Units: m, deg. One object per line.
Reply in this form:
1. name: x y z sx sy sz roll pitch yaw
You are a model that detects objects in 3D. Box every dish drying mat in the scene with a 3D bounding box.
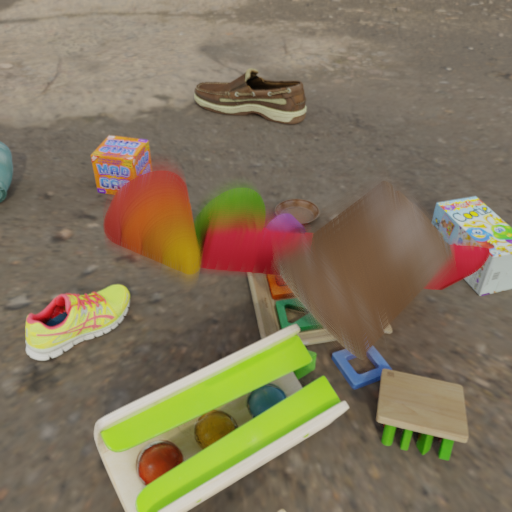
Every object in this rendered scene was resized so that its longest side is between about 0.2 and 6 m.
1. dish drying mat: 1.220 0.017 8.386 4.107 1.577 0.374 6 72 -10

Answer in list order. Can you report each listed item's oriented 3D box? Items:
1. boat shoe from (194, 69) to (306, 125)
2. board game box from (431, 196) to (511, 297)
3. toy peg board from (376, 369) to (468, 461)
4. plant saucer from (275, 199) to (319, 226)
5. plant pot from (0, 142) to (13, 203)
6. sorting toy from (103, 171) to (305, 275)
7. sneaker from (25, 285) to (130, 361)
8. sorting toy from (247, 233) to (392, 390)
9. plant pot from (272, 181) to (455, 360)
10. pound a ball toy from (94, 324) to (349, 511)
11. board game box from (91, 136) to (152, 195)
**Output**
1. boat shoe: -0.174 -4.576 15.395 3.303 1.222 1.220 12 40 15
2. board game box: 4.022 -0.221 10.178 0.885 0.901 1.718 -11 41 -14
3. toy peg board: 2.193 2.169 7.598 1.123 0.549 1.119 11 24 11
4. plant saucer: 0.848 -0.873 11.598 0.917 0.168 0.917 -1 38 1
5. plant pot: -5.789 -1.624 11.700 1.484 1.484 0.994 -16 68 -20
6. sorting toy: -0.294 -0.157 8.422 3.924 1.361 1.351 6 34 -49
7. sneaker: -2.787 0.883 8.852 0.724 0.836 1.851 28 45 32
8. sorting toy: 1.003 0.601 9.455 2.140 0.518 3.801 -6 39 -7
9. plant pot: 1.380 0.096 6.893 1.674 1.691 1.691 -42 42 9
10. pound a ball toy: -0.429 2.516 6.686 3.248 1.380 2.118 -23 69 -26
11. board game box: -2.932 -1.972 12.347 0.946 0.946 0.947 9 39 9
